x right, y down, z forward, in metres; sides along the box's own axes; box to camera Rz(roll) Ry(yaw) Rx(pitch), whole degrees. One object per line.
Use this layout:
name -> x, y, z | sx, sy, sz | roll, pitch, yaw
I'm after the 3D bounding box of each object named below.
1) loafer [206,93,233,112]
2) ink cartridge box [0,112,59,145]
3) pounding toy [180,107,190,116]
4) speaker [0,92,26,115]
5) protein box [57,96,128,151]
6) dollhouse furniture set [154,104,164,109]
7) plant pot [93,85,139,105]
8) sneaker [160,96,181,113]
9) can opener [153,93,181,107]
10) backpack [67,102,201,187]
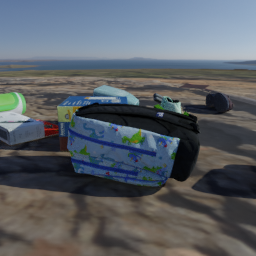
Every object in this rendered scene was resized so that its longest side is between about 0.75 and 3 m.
loafer -> 4.694, -1.321, 13.976 | 0.798, 0.911, 2.534 | 2, 12, -7
ink cartridge box -> -3.677, -0.149, 10.112 | 2.294, 0.576, 2.644 | -16, 21, -42
pounding toy -> 2.277, -0.345, 11.047 | 0.880, 0.408, 0.679 | 44, -3, 18
speaker -> -5.703, -0.859, 11.736 | 1.137, 1.137, 2.572 | 14, 20, 41
protein box -> -0.999, -0.216, 8.811 | 1.981, 1.337, 1.967 | 0, 15, -1
dollhouse furniture set -> 1.112, 0.172, 9.222 | 1.781, 0.894, 1.167 | 42, 42, 25
plant pot -> -0.431, -0.683, 10.513 | 1.543, 1.515, 1.511 | 10, 16, 9
sneaker -> 1.252, -0.721, 11.110 | 1.944, 1.147, 0.715 | 9, 19, 33
can opener -> 1.883, -1.324, 13.583 | 1.553, 0.409, 0.516 | 17, -38, -31
backpack -> -0.008, 0.277, 6.328 | 2.741, 2.108, 2.236 | 21, 19, 0
